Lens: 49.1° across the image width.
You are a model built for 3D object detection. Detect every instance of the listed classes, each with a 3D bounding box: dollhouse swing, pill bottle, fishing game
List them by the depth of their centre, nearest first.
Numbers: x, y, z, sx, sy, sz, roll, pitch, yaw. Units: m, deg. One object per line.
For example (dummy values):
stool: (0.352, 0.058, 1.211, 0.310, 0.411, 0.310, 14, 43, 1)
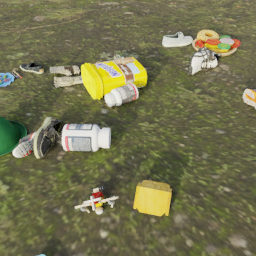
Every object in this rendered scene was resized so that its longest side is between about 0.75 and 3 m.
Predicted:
dollhouse swing: (0.815, 2.199, 8.929, 1.066, 0.937, 0.969, 8, 81, 9)
pill bottle: (-1.528, 0.368, 10.543, 1.695, 1.014, 1.014, 1, 39, 3)
pill bottle: (-0.308, -1.499, 13.023, 1.459, 0.808, 0.808, -24, 45, -27)
fishing game: (-6.771, -2.625, 14.849, 2.014, 0.313, 1.442, -29, 50, -32)

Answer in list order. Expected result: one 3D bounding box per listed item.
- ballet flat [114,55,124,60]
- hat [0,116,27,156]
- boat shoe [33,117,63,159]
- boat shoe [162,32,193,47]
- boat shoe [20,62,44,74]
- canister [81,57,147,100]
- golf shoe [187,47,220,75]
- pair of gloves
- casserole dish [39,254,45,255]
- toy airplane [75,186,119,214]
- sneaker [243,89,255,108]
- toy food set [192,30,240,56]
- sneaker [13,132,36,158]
ballet flat: (-0.435, -4.124, 16.693, 0.984, 0.307, 0.332, 20, 43, 23)
hat: (-5.437, -0.478, 10.496, 2.707, 2.383, 2.242, 0, 39, 0)
boat shoe: (-3.030, 0.286, 10.823, 0.736, 0.800, 2.240, -4, 34, 3)
boat shoe: (3.328, -5.904, 18.523, 2.190, 0.780, 0.764, -12, 40, -14)
boat shoe: (-5.396, -3.441, 15.713, 1.550, 0.482, 0.578, 16, 43, 20)
canister: (-0.694, -2.589, 14.056, 2.781, 1.204, 2.066, -16, 45, -21)
golf shoe: (4.240, -3.704, 15.554, 1.320, 1.086, 2.794, 24, 48, 23)
pair of gloves: (-3.280, -2.802, 15.042, 1.604, 0.331, 1.887, -10, 44, -20)
casserole dish: (-2.194, 3.624, 7.186, 0.476, 0.152, 0.785, -31, 49, -33)
toy airplane: (-0.927, 2.258, 8.414, 1.048, 0.743, 1.053, -20, 8, -40)
sneaker: (6.145, -1.109, 12.537, 0.873, 0.884, 2.260, -3, 39, -16)
toy food set: (5.620, -5.437, 17.999, 2.881, 0.708, 2.911, 20, 42, 23)
sneaker: (-3.932, 0.645, 10.700, 0.583, 0.548, 1.423, 1, 29, 26)
